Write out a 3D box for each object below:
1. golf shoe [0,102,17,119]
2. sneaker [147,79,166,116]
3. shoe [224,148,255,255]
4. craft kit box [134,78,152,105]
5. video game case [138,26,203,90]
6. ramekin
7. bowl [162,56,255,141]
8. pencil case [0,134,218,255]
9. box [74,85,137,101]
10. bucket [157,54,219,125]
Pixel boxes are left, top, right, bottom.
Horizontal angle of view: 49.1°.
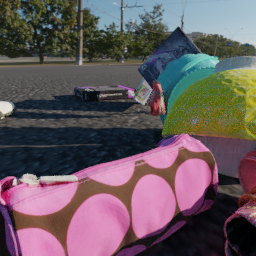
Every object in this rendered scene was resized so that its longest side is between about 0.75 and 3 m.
[{"bbox_3d":[-4.995,-0.770,9.423,2.475,1.090,0.955,-13,19,-43],"label":"golf shoe"},{"bbox_3d":[0.625,-0.664,6.468,0.387,0.891,0.329,-16,27,-11],"label":"sneaker"},{"bbox_3d":[1.645,0.941,3.195,1.296,1.018,2.849,2,18,-5],"label":"shoe"},{"bbox_3d":[0.952,-2.157,11.636,0.565,2.300,2.329,30,10,-4],"label":"craft kit box"},{"bbox_3d":[1.406,-2.117,9.371,2.022,1.445,0.192,-43,-16,31],"label":"video game case"},{"bbox_3d":[2.211,0.260,5.522,1.919,1.007,1.919,4,13,-1],"label":"ramekin"},{"bbox_3d":[2.196,-0.419,5.386,2.925,1.574,2.925,7,-6,1],"label":"bowl"},{"bbox_3d":[-0.100,0.799,3.157,2.777,1.301,1.260,-13,16,-42],"label":"pencil case"},{"bbox_3d":[-1.200,-1.809,14.306,2.789,0.503,1.994,-4,15,-20],"label":"box"},{"bbox_3d":[1.837,-0.746,7.320,2.304,2.304,1.499,-1,20,-3],"label":"bucket"}]
